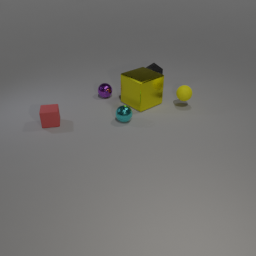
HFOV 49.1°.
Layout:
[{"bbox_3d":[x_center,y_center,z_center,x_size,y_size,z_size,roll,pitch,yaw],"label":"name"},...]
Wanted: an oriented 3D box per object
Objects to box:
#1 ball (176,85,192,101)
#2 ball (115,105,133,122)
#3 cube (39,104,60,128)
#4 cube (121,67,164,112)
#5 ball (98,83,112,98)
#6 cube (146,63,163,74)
[{"bbox_3d":[2.490,-1.539,12.393,0.700,0.700,0.700,0,32,0],"label":"ball"},{"bbox_3d":[-0.164,-0.584,11.446,0.700,0.700,0.700,0,32,0],"label":"ball"},{"bbox_3d":[-3.130,-0.488,11.264,0.700,0.700,0.700,-6,32,-9],"label":"cube"},{"bbox_3d":[0.626,-1.779,12.656,1.400,1.400,1.400,-24,40,-33],"label":"cube"},{"bbox_3d":[-1.093,-1.791,13.354,0.700,0.700,0.700,0,32,0],"label":"ball"},{"bbox_3d":[1.305,-2.788,14.423,0.700,0.700,0.700,-23,51,44],"label":"cube"}]
